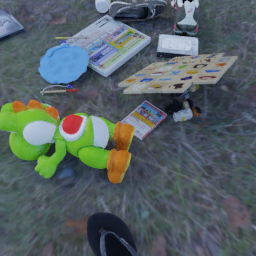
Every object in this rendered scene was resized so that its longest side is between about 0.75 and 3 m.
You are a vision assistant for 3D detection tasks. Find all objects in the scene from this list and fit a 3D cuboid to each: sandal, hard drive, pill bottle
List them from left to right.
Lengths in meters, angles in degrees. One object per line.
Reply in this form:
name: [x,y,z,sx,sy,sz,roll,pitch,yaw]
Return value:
pill bottle: [-0.893,-4.636,10.133,0.539,0.539,0.943,1,54,1]
sandal: [-0.114,2.469,5.181,0.813,0.458,2.138,-24,58,-16]
hard drive: [1.573,-2.566,8.866,1.266,0.240,0.885,8,56,5]

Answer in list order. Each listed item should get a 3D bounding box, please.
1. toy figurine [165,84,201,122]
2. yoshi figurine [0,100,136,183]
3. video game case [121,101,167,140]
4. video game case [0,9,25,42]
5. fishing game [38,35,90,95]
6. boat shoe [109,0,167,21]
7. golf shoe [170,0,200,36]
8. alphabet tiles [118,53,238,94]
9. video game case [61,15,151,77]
toy figurine: [1.357,-0.749,6.993,0.754,1.084,1.067,-15,20,-6]
yoshi figurine: [-1.432,0.316,6.395,2.959,1.663,1.657,17,96,-5]
video game case: [0.407,-0.223,7.303,0.740,0.090,1.036,37,63,23]
video game case: [-4.711,-3.257,9.387,2.025,0.192,1.447,-35,62,-21]
fishing game: [-1.900,-1.874,8.329,1.563,0.339,2.183,-3,61,6]
boat shoe: [0.380,-3.908,9.510,2.056,0.687,0.586,-6,58,-9]
golf shoe: [2.045,-4.352,9.563,1.050,1.198,2.719,0,54,1]
alphabet tiles: [1.274,-1.436,7.122,2.484,0.095,2.985,4,29,34]
video game case: [-0.694,-2.697,8.957,1.972,0.239,2.166,35,61,22]
